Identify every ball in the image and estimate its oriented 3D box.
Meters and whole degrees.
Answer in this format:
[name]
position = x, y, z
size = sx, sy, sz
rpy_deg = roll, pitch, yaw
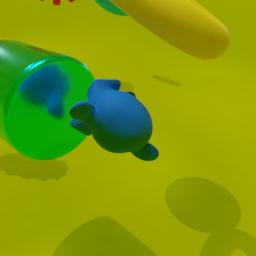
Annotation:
[ball]
position = -0.029, -2.417, 4.280
size = 1.319, 1.319, 1.319
rpy_deg = 0, 35, 0

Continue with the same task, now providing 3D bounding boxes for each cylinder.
[cylinder]
position = -1.259, -0.404, 3.651
size = 1.284, 1.284, 1.284
rpy_deg = 25, 42, 37

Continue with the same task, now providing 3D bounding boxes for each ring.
[ring]
position = 0.303, -1.419, 3.029
size = 1.915, 0.383, 1.915
rpy_deg = 28, 30, -18

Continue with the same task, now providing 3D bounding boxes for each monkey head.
[monkey head]
position = -0.210, -0.026, 2.940
size = 0.882, 1.226, 0.739
rpy_deg = -34, 45, 23

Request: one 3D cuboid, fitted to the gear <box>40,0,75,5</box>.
[gear]
position = -2.231, -4.846, 8.467
size = 2.051, 2.051, 0.379
rpy_deg = -5, 42, -7
